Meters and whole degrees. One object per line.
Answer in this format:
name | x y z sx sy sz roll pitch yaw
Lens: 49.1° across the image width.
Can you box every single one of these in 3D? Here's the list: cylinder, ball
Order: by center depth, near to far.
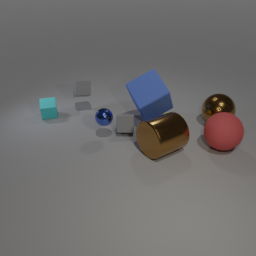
cylinder | 1.248 0.254 10.154 1.400 1.400 1.400 -18 34 -30
ball | 3.500 0.124 10.271 1.400 1.400 1.400 0 29 0
ball | -0.928 -0.421 10.835 0.700 0.700 0.700 0 29 0
ball | 3.876 -0.776 12.021 1.400 1.400 1.400 0 29 0

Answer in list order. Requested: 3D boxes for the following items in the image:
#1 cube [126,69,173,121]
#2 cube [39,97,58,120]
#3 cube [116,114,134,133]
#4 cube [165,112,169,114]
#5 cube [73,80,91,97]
cube | 0.932 -1.352 11.965 1.400 1.400 1.400 -29 63 2
cube | -3.612 -0.891 12.760 0.700 0.700 0.700 -8 49 -13
cube | -0.108 -0.197 11.499 0.700 0.700 0.700 1 8 1
cube | 1.717 -0.156 11.379 0.700 0.700 0.700 18 31 28
cube | -2.146 -1.833 13.018 0.700 0.700 0.700 -4 3 -20
